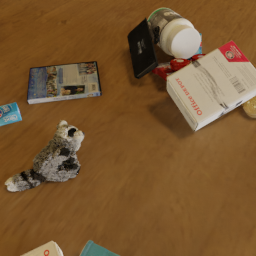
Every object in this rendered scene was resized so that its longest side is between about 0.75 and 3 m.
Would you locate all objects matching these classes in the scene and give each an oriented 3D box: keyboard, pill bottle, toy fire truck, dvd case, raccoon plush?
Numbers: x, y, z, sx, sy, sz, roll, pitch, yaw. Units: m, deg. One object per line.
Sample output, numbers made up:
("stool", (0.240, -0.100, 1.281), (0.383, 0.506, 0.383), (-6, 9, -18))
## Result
("keyboard", (0.684, -3.081, 10.433), (0.313, 1.466, 2.442), (22, 47, -40))
("pill bottle", (1.754, -3.732, 11.065), (1.414, 1.414, 2.501), (-13, 39, -11))
("toy fire truck", (2.072, -2.181, 10.388), (2.009, 1.127, 1.687), (-14, 33, -13))
("dvd case", (-2.371, -1.755, 10.490), (2.639, 0.232, 1.883), (-8, 49, -6))
("raccoon plush", (-2.348, 0.659, 7.979), (2.358, 1.141, 1.580), (-12, 43, -9))

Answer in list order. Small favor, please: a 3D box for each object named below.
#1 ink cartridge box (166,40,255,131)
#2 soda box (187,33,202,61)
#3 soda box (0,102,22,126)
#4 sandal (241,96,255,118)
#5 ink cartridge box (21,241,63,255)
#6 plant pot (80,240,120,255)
("ink cartridge box", (2.667, -1.297, 8.863), (2.450, 1.021, 1.779), (-30, 75, -2))
("soda box", (2.736, -3.294, 11.592), (0.542, 0.513, 1.599), (7, 51, 6))
("soda box", (-4.280, -0.361, 9.154), (1.405, 0.477, 0.451), (-18, 52, -15))
("sandal", (3.857, -1.722, 9.746), (1.079, 0.968, 2.944), (-31, 51, 19))
("ink cartridge box", (-2.131, 3.450, 5.670), (1.943, 0.819, 1.406), (-23, 54, -12))
("plant pot", (-0.154, 3.446, 5.031), (2.026, 2.156, 2.156), (18, 52, 5))
